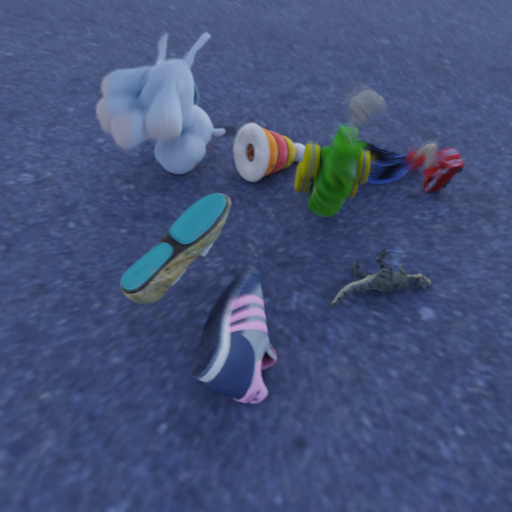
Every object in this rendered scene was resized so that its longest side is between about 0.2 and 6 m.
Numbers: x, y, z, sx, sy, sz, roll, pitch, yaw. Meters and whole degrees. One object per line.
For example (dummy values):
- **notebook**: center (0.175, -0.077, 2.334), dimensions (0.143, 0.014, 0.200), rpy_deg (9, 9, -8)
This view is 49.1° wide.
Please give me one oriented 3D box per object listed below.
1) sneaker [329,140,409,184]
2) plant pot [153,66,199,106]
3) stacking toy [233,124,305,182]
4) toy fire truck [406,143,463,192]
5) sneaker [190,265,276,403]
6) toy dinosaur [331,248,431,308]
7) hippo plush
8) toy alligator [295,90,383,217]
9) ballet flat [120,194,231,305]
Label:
- **sneaker**: center (2.342, -1.993, 11.642), dimensions (2.006, 0.781, 0.703), rpy_deg (-5, 62, -14)
- **plant pot**: center (-2.281, -4.079, 13.912), dimensions (1.339, 1.339, 1.312), rpy_deg (-17, 37, -19)
- **stacking toy**: center (0.450, -2.237, 12.063), dimensions (1.646, 1.203, 1.203), rpy_deg (-9, 40, -34)
- **toy fire truck**: center (3.615, -1.907, 11.490), dimensions (0.368, 1.509, 1.064), rpy_deg (-12, 73, -11)
- **sneaker**: center (-0.171, 1.152, 8.375), dimensions (1.064, 0.910, 2.595), rpy_deg (36, 33, -12)
- **toy dinosaur**: center (2.039, 0.344, 9.470), dimensions (1.814, 0.430, 0.799), rpy_deg (-11, 49, -7)
- **hippo plush**: center (-1.934, -2.926, 11.773), dimensions (2.078, 2.098, 2.609), rpy_deg (8, 67, 22)
- **toy alligator**: center (1.381, -1.427, 9.632), dimensions (1.122, 3.785, 1.027), rpy_deg (7, 76, -4)
- **ballet flat**: center (-1.166, -0.075, 8.774), dimensions (2.178, 0.770, 0.770), rpy_deg (-45, 54, -8)
